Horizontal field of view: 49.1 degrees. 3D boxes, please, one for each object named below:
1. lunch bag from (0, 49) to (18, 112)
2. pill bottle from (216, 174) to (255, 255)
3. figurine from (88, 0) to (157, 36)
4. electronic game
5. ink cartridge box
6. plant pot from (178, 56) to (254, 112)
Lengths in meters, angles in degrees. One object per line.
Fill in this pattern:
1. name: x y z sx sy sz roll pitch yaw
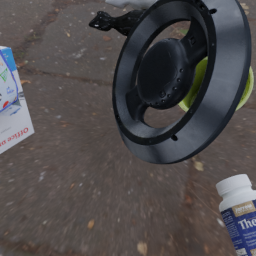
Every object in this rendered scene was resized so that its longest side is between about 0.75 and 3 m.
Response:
1. lunch bag: -2.241 -0.716 3.970 0.772 1.246 1.059 -19 19 24
2. pill bottle: 1.854 1.407 4.308 0.713 0.713 1.285 -11 62 -9
3. figurine: -0.018 -3.407 8.099 1.784 0.787 1.828 14 59 21
4. electronic game: 0.615 -0.861 4.534 0.602 2.895 2.895 10 42 -35
5. ink cartridge box: -2.670 -0.448 5.173 0.789 1.837 1.345 14 37 29
6. plant pot: 1.715 -0.699 5.833 1.498 1.377 1.498 -5 72 15
